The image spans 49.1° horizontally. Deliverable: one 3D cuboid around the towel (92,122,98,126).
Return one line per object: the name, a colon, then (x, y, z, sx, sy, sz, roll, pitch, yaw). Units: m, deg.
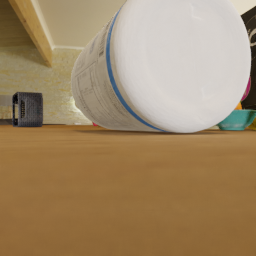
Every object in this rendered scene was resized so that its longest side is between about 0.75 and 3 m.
towel: (-0.436, -1.317, 11.221, 2.655, 1.920, 0.299, -17, 4, 0)

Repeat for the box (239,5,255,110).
box: (3.791, -1.195, 5.374, 2.924, 2.172, 1.817, 7, -1, -13)

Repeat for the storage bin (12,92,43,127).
storage bin: (-3.701, -0.641, 10.247, 0.843, 1.215, 1.798, 0, 1, -29)

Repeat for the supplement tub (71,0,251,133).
supplement tub: (0.201, -0.748, 3.834, 1.615, 1.615, 2.449, 0, 1, -21)

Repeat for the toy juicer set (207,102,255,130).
toy juicer set: (1.863, -0.226, 4.826, 1.934, 0.526, 1.231, 1, 1, 41)
